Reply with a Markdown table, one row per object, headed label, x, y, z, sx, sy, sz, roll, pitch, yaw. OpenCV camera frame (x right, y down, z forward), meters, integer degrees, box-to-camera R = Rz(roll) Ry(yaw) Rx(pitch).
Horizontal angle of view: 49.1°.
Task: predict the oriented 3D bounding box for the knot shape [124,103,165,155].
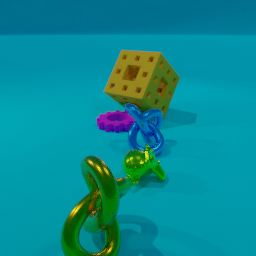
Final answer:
| label | x | y | z | sx | sy | sz | roll | pitch | yaw |
| --- | --- | --- | --- | --- | --- | --- | --- | --- | --- |
| knot shape | 0.429 | -0.023 | 6.186 | 0.575 | 1.243 | 1.163 | -22 | -3 | 34 |

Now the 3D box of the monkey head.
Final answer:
| label | x | y | z | sx | sy | sz | roll | pitch | yaw |
| --- | --- | --- | --- | --- | --- | --- | --- | --- | --- |
| monkey head | 0.263 | 0.711 | 4.998 | 0.636 | 0.759 | 1.055 | -34 | 12 | 16 |

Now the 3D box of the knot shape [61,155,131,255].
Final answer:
| label | x | y | z | sx | sy | sz | roll | pitch | yaw |
| --- | --- | --- | --- | --- | --- | --- | --- | --- | --- |
| knot shape | -0.319 | 0.951 | 3.409 | 0.580 | 1.255 | 1.175 | 7 | -1 | 9 |

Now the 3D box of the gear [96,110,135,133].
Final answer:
| label | x | y | z | sx | sy | sz | roll | pitch | yaw |
| --- | --- | --- | --- | --- | --- | --- | --- | --- | --- |
| gear | -0.284 | -0.199 | 7.646 | 1.118 | 0.207 | 1.118 | -2 | 24 | 1 |

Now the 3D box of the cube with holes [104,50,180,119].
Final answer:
| label | x | y | z | sx | sy | sz | roll | pitch | yaw |
| --- | --- | --- | --- | --- | --- | --- | --- | --- | --- |
| cube with holes | 0.435 | -1.269 | 8.171 | 1.375 | 1.375 | 1.375 | 15 | -11 | 37 |
